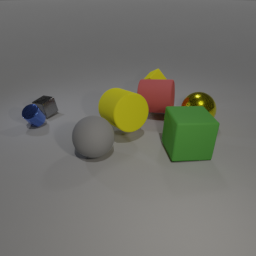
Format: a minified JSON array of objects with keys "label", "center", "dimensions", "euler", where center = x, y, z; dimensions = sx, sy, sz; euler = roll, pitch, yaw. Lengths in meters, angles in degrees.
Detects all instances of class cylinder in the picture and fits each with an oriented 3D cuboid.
[{"label":"cylinder","center":[-3.775,-0.497,11.238],"dimensions":[0.700,0.700,0.700],"euler":[-4,63,9]},{"label":"cylinder","center":[-0.191,-0.688,10.288],"dimensions":[1.400,1.400,1.400],"euler":[-15,22,-26]},{"label":"cylinder","center":[1.209,-1.352,11.859],"dimensions":[1.400,1.400,1.400],"euler":[3,28,15]}]

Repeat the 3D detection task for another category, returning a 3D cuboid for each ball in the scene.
[{"label":"ball","center":[2.841,-0.757,11.305],"dimensions":[1.400,1.400,1.400],"euler":[0,28,0]},{"label":"ball","center":[-1.149,0.286,9.295],"dimensions":[1.400,1.400,1.400],"euler":[0,28,0]}]

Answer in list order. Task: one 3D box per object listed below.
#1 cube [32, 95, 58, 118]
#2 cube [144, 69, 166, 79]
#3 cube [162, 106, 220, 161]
[{"label":"cube","center":[-3.623,-0.941,12.282],"dimensions":[0.700,0.700,0.700],"euler":[11,38,33]},{"label":"cube","center":[1.236,-2.212,13.025],"dimensions":[0.700,0.700,0.700],"euler":[-49,18,-23]},{"label":"cube","center":[2.052,0.159,9.527],"dimensions":[1.400,1.400,1.400],"euler":[-1,28,-9]}]
